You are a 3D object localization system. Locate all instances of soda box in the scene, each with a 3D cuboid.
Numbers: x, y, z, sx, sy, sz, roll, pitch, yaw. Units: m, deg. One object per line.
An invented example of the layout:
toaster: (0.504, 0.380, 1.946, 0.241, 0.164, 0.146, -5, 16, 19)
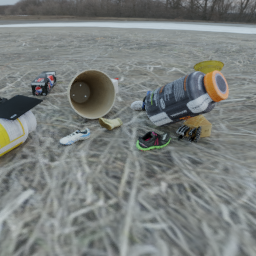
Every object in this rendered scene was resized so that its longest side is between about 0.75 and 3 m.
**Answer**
soda box: (-4.475, -2.439, 15.083, 0.785, 0.703, 2.219, 0, 27, 0)

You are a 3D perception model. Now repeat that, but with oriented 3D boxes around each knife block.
knife block: (2.299, -0.021, 10.429, 1.405, 0.512, 1.601, -4, 28, -10)

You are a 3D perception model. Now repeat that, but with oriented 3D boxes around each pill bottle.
pill bottle: (2.088, -1.075, 10.057, 2.833, 1.505, 1.505, -20, 7, 44)
pill bottle: (-4.175, 0.154, 9.222, 1.297, 1.297, 2.316, 12, 28, 22)

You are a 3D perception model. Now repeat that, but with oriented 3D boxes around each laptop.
laptop: (-4.122, -0.405, 9.719, 0.952, 1.844, 1.634, 43, 34, -5)

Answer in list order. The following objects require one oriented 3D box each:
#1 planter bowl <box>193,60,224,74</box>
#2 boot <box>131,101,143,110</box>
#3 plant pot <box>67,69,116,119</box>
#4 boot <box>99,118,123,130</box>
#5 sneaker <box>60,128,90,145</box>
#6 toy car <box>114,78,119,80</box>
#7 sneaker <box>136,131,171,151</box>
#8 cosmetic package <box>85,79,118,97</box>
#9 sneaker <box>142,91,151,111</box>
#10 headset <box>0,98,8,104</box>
planter bowl: (4.739, -3.299, 16.444, 1.744, 0.726, 1.744, 2, -10, 0)
boot: (0.714, -0.985, 12.491, 1.095, 0.403, 0.523, -11, 22, -23)
plant pot: (-1.822, -1.515, 12.215, 1.989, 1.989, 2.123, -11, 13, -22)
boot: (-0.693, -0.245, 11.112, 0.676, 0.316, 0.869, -21, 34, -35)
sneaker: (-1.889, 0.292, 9.938, 1.153, 0.418, 0.414, -19, 33, -31)
toy car: (-0.932, -2.733, 16.272, 0.736, 0.174, 0.782, 3, 26, 6)
sneaker: (0.918, 0.373, 9.589, 1.352, 0.566, 0.519, -15, 30, -27)
cosmetic package: (-1.387, -1.979, 14.122, 0.924, 0.728, 1.717, 22, 35, 35)
sneaker: (1.662, -0.829, 11.918, 2.220, 0.865, 0.778, 19, 22, -10)
headset: (-4.836, -0.707, 11.214, 1.327, 1.009, 2.148, 10, -4, 4)
